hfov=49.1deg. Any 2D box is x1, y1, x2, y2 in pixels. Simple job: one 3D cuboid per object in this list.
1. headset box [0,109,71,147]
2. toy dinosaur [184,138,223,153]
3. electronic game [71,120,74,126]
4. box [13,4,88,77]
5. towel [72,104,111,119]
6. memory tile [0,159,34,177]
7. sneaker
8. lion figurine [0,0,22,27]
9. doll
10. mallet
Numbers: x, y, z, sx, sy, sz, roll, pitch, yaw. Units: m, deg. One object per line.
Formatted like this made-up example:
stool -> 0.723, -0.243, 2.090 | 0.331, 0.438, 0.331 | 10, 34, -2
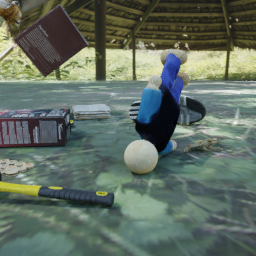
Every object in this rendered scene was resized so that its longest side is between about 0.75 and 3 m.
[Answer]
headset box -> -2.414, -0.044, 6.885 | 1.882, 0.706, 1.399 | -1, 12, -6
toy dinosaur -> 1.748, 0.327, 6.064 | 1.153, 0.335, 0.583 | -7, 12, -31
electronic game -> -2.208, -0.140, 8.539 | 1.110, 0.231, 1.110 | 0, 12, 0
box -> -2.758, -3.158, 10.215 | 1.983, 1.628, 1.645 | -36, 23, 1
towel -> -1.448, -0.672, 10.790 | 1.382, 0.360, 2.086 | -2, 12, -14
memory tile -> -2.131, 0.690, 4.952 | 0.795, 0.067, 0.609 | 5, 13, 23
sneaker -> 1.395, -0.675, 9.503 | 2.498, 0.937, 1.443 | 3, 10, 18
lion figurine -> -3.292, -2.997, 6.908 | 0.958, 0.567, 1.564 | -17, -7, 39
doll -> 0.659, -0.290, 5.452 | 0.694, 1.954, 2.865 | 3, 45, 24
mallet -> -1.242, 0.845, 3.579 | 2.084, 0.429, 0.686 | 6, 12, 12
